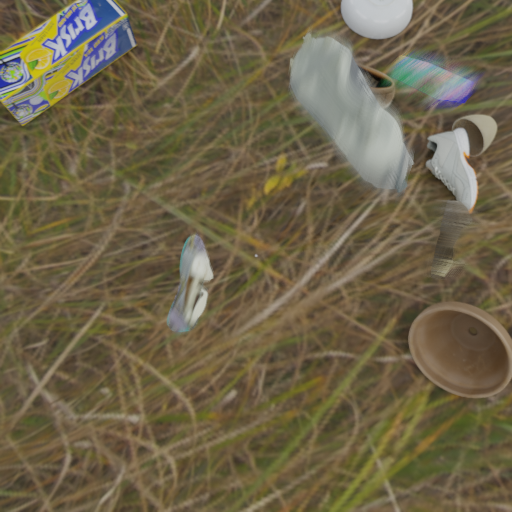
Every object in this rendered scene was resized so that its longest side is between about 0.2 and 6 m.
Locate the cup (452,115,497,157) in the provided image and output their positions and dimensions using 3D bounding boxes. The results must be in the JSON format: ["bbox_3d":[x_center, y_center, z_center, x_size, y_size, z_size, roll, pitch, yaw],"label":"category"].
[{"bbox_3d":[4.841,-2.710,12.219,0.645,0.902,0.902,-30,77,-17],"label":"cup"}]

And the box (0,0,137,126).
[{"bbox_3d":[-4.356,-4.455,12.502,3.306,1.158,1.063,-40,78,-10],"label":"box"}]

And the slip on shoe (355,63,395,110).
[{"bbox_3d":[2.022,-4.084,12.635,2.360,0.715,0.897,31,77,8],"label":"slip on shoe"}]

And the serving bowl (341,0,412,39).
[{"bbox_3d":[2.899,-6.023,13.252,1.702,0.560,1.702,0,75,-1],"label":"serving bowl"}]

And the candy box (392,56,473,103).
[{"bbox_3d":[3.182,-3.179,10.125,0.937,0.427,1.109,-9,38,-42],"label":"candy box"}]

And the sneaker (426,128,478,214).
[{"bbox_3d":[4.166,-1.766,12.079,0.921,0.758,2.003,-6,68,8],"label":"sneaker"}]

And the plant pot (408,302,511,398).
[{"bbox_3d":[4.010,1.648,10.722,1.965,1.965,0.907,45,45,11],"label":"plant pot"}]

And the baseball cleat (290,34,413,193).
[{"bbox_3d":[1.572,-2.336,9.605,1.187,1.812,3.404,-28,49,14],"label":"baseball cleat"}]

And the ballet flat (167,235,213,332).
[{"bbox_3d":[-0.937,0.437,8.682,0.555,0.555,1.543,12,79,3],"label":"ballet flat"}]

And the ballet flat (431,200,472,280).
[{"bbox_3d":[3.054,-0.190,8.792,0.415,1.788,0.602,13,54,17],"label":"ballet flat"}]
